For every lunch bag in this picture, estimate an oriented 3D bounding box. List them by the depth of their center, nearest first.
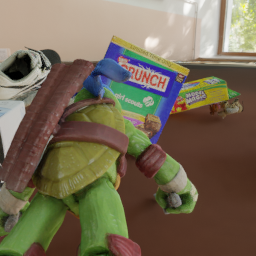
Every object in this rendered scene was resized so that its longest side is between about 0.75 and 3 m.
[{"bbox_3d":[-4.306,-0.939,8.643,2.523,1.483,2.069,4,25,12],"label":"lunch bag"}]

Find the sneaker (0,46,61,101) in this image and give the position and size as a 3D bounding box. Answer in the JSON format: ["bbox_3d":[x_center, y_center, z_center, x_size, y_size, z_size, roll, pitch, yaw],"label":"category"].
[{"bbox_3d":[-2.627,-1.665,7.723,1.274,1.067,2.880,-38,11,41],"label":"sneaker"}]

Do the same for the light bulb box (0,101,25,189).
[{"bbox_3d":[-2.815,0.516,3.914,2.254,1.419,2.274,-1,16,-4],"label":"light bulb box"}]

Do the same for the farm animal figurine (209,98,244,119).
[{"bbox_3d":[3.233,-0.624,9.165,1.106,0.583,1.118,-3,18,45],"label":"farm animal figurine"}]

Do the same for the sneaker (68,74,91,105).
[{"bbox_3d":[-1.122,-0.812,7.909,2.986,1.724,1.206,3,15,11],"label":"sneaker"}]

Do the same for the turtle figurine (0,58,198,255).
[{"bbox_3d":[-0.382,1.015,2.909,2.076,2.885,2.797,21,35,-8],"label":"turtle figurine"}]

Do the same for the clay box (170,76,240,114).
[{"bbox_3d":[2.163,-1.167,9.754,2.928,0.697,1.682,-15,15,5],"label":"clay box"}]

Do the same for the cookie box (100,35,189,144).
[{"bbox_3d":[0.064,-0.647,5.903,1.711,2.000,0.752,21,10,-11],"label":"cookie box"}]
